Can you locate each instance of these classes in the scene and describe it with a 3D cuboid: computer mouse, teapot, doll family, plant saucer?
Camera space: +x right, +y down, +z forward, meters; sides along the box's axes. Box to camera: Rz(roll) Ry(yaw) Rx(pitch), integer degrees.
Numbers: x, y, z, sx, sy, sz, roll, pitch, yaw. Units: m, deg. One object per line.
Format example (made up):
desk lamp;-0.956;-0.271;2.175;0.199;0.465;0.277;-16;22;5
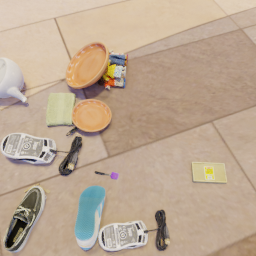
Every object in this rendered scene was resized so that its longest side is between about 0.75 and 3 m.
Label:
computer mouse;0.185;3.380;8.990;2.276;0.499;1.248;-4;64;-9
teapot;-5.031;-2.004;11.785;1.765;1.306;1.788;0;75;32
computer mouse;-3.232;0.831;10.457;2.856;0.627;1.566;10;64;-1
doll family;-0.775;-2.825;12.364;1.432;1.039;2.306;4;59;2
plant saucer;-1.464;-0.462;11.238;1.582;0.296;1.582;3;56;-5
plant saucer;-1.676;-2.612;11.868;2.274;0.426;2.274;-18;56;28

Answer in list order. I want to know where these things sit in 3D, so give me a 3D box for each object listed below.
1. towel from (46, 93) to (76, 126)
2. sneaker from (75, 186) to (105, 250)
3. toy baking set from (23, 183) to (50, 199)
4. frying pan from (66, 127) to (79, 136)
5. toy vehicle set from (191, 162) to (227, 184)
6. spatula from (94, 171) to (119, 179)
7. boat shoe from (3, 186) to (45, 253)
towel;-2.791;-0.805;11.587;1.206;0.297;1.626;-3;59;-1
sneaker;-1.243;2.829;9.140;0.830;0.877;2.171;7;40;6
toy baking set;-3.205;2.309;9.838;0.903;0.105;0.693;-32;70;-11
frying pan;-1.804;-0.082;11.197;0.822;0.221;1.359;18;61;10
toy vehicle set;2.941;1.633;10.200;1.201;0.159;0.746;3;59;2
spatula;-0.785;1.689;10.208;0.902;0.093;0.255;9;59;5
boat shoe;-3.335;2.886;9.101;0.768;0.692;2.173;12;61;5
